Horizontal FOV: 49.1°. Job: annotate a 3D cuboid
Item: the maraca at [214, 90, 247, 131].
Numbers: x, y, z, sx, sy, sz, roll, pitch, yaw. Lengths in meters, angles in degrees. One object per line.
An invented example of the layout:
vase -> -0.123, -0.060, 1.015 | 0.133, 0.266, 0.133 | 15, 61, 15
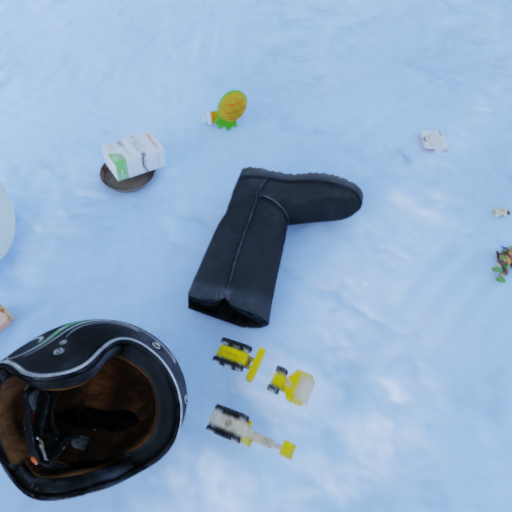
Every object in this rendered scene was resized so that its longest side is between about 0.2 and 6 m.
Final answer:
maraca -> -0.619, -3.522, 13.577 | 0.740, 1.079, 0.577 | 4, 41, -29

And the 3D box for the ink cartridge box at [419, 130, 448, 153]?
ink cartridge box -> 4.294, -2.783, 13.619 | 0.591, 0.150, 0.671 | -1, 53, -1

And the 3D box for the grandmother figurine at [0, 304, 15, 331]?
grandmother figurine -> -5.115, 1.490, 10.358 | 0.800, 0.400, 1.320 | 18, 54, 46

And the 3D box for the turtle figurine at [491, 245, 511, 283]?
turtle figurine -> 5.155, 0.128, 11.189 | 0.876, 0.630, 0.849 | 33, 64, 26

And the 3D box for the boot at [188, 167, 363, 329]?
boot -> 0.447, -0.158, 11.054 | 2.831, 1.128, 3.435 | 7, 50, 16

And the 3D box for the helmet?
helmet -> -2.432, 2.169, 8.480 | 2.541, 2.665, 2.665 | -12, 48, -47

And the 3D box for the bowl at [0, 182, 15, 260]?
bowl -> -6.643, -0.733, 10.770 | 1.568, 3.489, 3.489 | -35, 48, 29

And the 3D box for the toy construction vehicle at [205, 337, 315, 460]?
toy construction vehicle -> -0.001, 2.351, 9.255 | 1.819, 0.641, 1.584 | 13, 64, 23

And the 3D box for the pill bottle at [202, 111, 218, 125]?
pill bottle -> -1.043, -3.455, 13.999 | 0.595, 0.331, 0.331 | -8, 54, -7

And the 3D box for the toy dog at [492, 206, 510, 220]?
toy dog -> 5.366, -0.944, 12.224 | 0.333, 0.233, 0.323 | 2, 66, 1

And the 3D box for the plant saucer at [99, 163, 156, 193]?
plant saucer -> -2.949, -1.886, 12.909 | 1.273, 0.204, 1.273 | 1, 51, -1

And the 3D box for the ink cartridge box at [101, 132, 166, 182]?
ink cartridge box -> -2.761, -2.268, 12.680 | 1.186, 0.498, 0.863 | -22, 50, -22
